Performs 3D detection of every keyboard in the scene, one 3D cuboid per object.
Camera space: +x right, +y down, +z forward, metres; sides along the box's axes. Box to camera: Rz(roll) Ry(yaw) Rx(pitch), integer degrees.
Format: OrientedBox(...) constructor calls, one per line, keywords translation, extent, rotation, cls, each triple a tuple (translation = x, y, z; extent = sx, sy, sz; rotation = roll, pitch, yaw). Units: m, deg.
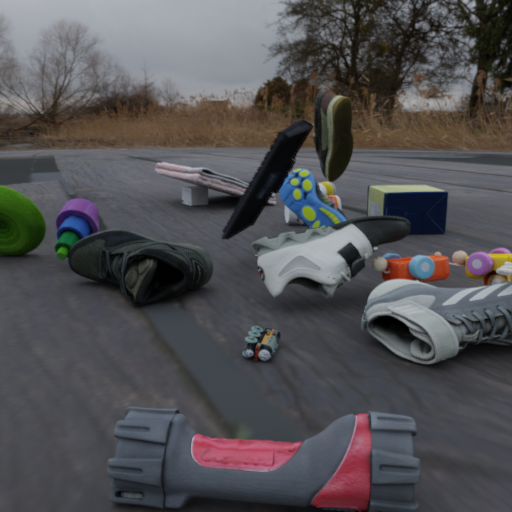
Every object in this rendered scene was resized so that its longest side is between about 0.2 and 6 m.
OrientedBox(translation=(0.194, -1.309, 9.558), extent=(0.294, 2.293, 1.377), rotation=(42, 37, 11), cls="keyboard")

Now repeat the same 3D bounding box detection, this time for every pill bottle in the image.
OrientedBox(translation=(2.068, -2.031, 17.733), extent=(0.559, 0.559, 0.994), rotation=(9, 16, 32), cls="pill bottle")
OrientedBox(translation=(1.382, -1.112, 13.721), extent=(1.289, 0.706, 0.706), rotation=(-2, 14, -8), cls="pill bottle")

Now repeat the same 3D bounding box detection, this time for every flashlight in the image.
OrientedBox(translation=(0.049, 1.340, 3.819), extent=(2.009, 0.683, 0.680), rotation=(4, 20, 7), cls="flashlight")

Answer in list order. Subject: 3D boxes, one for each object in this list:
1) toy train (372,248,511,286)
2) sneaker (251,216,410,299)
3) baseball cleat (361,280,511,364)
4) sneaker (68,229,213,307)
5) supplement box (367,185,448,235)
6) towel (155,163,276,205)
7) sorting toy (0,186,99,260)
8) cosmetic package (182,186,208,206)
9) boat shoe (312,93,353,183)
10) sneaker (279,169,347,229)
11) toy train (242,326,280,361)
OrientedBox(translation=(2.962, 0.361, 7.319), extent=(2.133, 0.790, 2.839), rotation=(-5, 4, -20), cls="toy train")
OrientedBox(translation=(1.135, 0.062, 7.831), extent=(2.247, 0.994, 0.832), rotation=(-13, -13, -5), cls="sneaker")
OrientedBox(translation=(2.420, 0.798, 6.152), extent=(2.482, 0.866, 1.321), rotation=(-2, 22, 24), cls="baseball cleat")
OrientedBox(translation=(-1.926, 0.136, 8.287), extent=(2.316, 0.885, 1.327), rotation=(9, 9, 14), cls="sneaker")
OrientedBox(translation=(3.481, -1.102, 13.108), extent=(1.451, 0.974, 1.450), rotation=(-1, 14, -6), cls="supplement box")
OrientedBox(translation=(-1.218, -2.234, 17.019), extent=(2.925, 0.471, 2.794), rotation=(13, 4, -37), cls="towel")
OrientedBox(translation=(-4.973, -0.263, 9.883), extent=(4.281, 1.484, 1.474), rotation=(-1, 37, 6), cls="sorting toy")
OrientedBox(translation=(-1.845, -1.812, 16.884), extent=(0.627, 0.517, 0.517), rotation=(-9, 18, -40), cls="cosmetic package")
OrientedBox(translation=(1.633, -2.625, 12.329), extent=(0.819, 2.292, 0.753), rotation=(-40, 60, -21), cls="boat shoe")
OrientedBox(translation=(1.209, -0.887, 11.279), extent=(2.288, 0.811, 0.948), rotation=(56, 8, 36), cls="sneaker")
OrientedBox(translation=(0.066, 0.981, 6.253), extent=(0.350, 0.262, 0.614), rotation=(12, 16, 9), cls="toy train")
